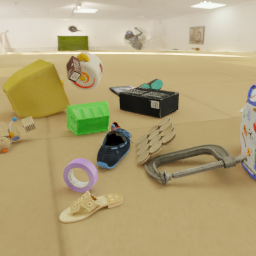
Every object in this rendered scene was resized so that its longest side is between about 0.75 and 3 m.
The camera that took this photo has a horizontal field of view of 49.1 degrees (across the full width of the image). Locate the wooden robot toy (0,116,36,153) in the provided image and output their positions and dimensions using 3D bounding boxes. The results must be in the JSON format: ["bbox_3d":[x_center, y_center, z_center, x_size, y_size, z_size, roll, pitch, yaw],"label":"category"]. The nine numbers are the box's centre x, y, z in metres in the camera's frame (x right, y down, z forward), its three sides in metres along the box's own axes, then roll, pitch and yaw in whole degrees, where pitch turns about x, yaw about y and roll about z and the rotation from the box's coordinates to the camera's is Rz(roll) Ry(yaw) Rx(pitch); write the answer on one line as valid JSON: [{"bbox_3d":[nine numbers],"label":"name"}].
[{"bbox_3d":[-4.038,0.399,9.071,2.278,1.003,1.034,-15,60,-37],"label":"wooden robot toy"}]

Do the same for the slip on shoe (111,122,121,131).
[{"bbox_3d":[-0.378,0.146,9.916,0.408,0.337,1.102,-5,33,-16],"label":"slip on shoe"}]

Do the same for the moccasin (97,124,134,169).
[{"bbox_3d":[-0.297,0.425,8.484,0.907,0.769,2.255,12,23,3],"label":"moccasin"}]

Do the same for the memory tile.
[{"bbox_3d":[0.834,0.332,8.487,1.424,0.156,1.858,-40,13,14],"label":"memory tile"}]

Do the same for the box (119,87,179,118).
[{"bbox_3d":[0.975,-1.251,13.060,2.313,0.912,1.632,15,28,36],"label":"box"}]

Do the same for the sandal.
[{"bbox_3d":[-0.781,1.531,5.987,1.444,0.475,0.530,-10,22,-26],"label":"sandal"}]

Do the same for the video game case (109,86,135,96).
[{"bbox_3d":[-0.136,-2.237,16.870,1.482,0.197,2.075,-7,20,-19],"label":"video game case"}]

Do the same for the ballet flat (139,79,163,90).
[{"bbox_3d":[1.075,-2.138,15.854,0.904,0.904,2.476,14,30,34],"label":"ballet flat"}]

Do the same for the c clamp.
[{"bbox_3d":[1.705,0.920,7.215,2.604,0.353,2.225,-12,18,7],"label":"c clamp"}]

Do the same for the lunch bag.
[{"bbox_3d":[3.881,0.054,7.716,1.538,2.112,2.484,6,19,29],"label":"lunch bag"}]

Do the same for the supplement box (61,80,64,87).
[{"bbox_3d":[-3.918,-1.944,14.788,1.056,1.041,0.701,-3,20,-8],"label":"supplement box"}]

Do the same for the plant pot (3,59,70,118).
[{"bbox_3d":[-4.207,-1.598,12.492,2.188,2.125,2.139,-30,31,-23],"label":"plant pot"}]

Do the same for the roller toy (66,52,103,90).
[{"bbox_3d":[-1.776,-2.343,11.701,1.385,1.518,1.061,36,41,-22],"label":"roller toy"}]

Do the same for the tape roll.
[{"bbox_3d":[-1.129,1.125,6.650,0.785,0.785,0.258,5,19,13],"label":"tape roll"}]

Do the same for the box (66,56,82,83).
[{"bbox_3d":[-1.981,-2.162,10.235,0.356,0.476,0.950,22,35,-33],"label":"box"}]

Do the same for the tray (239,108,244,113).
[{"bbox_3d":[5.852,-0.928,13.281,0.776,0.160,1.446,15,25,33],"label":"tray"}]

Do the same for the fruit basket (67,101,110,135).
[{"bbox_3d":[-1.592,-0.482,10.767,1.725,1.244,1.725,6,36,-4],"label":"fruit basket"}]
